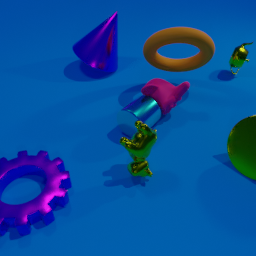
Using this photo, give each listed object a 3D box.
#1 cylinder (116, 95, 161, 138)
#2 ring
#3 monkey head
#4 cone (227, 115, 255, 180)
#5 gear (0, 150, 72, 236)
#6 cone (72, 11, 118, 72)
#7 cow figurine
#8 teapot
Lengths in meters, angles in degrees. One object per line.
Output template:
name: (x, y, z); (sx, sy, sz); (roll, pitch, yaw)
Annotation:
cylinder: (0.261, -0.282, 6.748); (0.788, 0.788, 0.788); (27, 48, 27)
ring: (1.344, -2.043, 7.513); (1.893, 1.893, 0.379); (3, 74, 4)
monkey head: (0.933, -0.955, 7.145); (0.932, 1.113, 1.546); (46, 22, 8)
cone: (3.085, 0.361, 6.134); (1.343, 1.343, 1.348); (36, 26, 34)
gear: (-2.023, 1.176, 5.435); (1.779, 0.329, 1.779); (0, 41, 0)
cone: (-0.685, -2.875, 8.694); (1.604, 1.610, 1.604); (23, 33, -16)
cow figurine: (0.297, 0.469, 5.625); (1.012, 0.996, 0.555); (-49, 27, -2)
teapot: (3.490, -2.205, 8.664); (0.547, 1.117, 0.695); (25, 22, 14)
